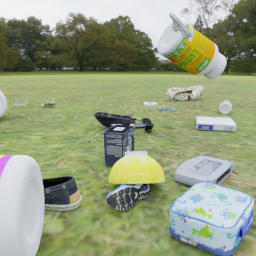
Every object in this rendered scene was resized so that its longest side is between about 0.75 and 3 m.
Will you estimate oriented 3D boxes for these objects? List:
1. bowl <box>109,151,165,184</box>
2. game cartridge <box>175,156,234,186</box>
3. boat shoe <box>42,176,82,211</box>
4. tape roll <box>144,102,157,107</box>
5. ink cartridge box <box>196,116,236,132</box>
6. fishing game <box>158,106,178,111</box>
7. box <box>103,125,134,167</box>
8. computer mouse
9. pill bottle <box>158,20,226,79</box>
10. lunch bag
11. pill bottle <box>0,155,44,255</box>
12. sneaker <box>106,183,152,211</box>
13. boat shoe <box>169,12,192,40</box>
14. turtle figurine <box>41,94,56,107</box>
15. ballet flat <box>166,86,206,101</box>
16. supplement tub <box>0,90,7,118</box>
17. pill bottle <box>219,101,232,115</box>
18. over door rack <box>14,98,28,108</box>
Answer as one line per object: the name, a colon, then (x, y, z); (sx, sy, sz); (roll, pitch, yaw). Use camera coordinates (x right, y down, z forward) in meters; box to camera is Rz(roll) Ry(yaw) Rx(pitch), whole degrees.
bowl: (0.176, 0.786, 5.638); (1.137, 0.612, 1.137); (0, -8, 0)
game cartridge: (1.701, 0.980, 6.340); (0.960, 0.299, 1.442); (5, 14, 38)
boat shoe: (-1.787, 1.115, 5.108); (1.889, 0.588, 0.705); (0, 16, 7)
tape roll: (1.274, -1.365, 16.153); (0.773, 0.141, 0.773); (1, 14, 0)
ink cartridge box: (3.399, -0.173, 10.959); (1.390, 0.307, 1.416); (3, 12, 11)
fishing game: (2.006, -1.057, 14.822); (0.892, 0.194, 1.246); (-1, 13, -17)
box: (-0.217, 0.440, 7.200); (0.557, 0.883, 0.898); (5, 14, 18)
computer mouse: (-0.153, -0.121, 10.446); (2.271, 0.523, 1.595); (7, 13, -9)
pill bottle: (2.620, -2.995, 11.163); (2.639, 1.466, 1.466); (24, 3, -26)
lunch bag: (1.307, 1.334, 4.285); (1.046, 0.537, 1.301); (8, 16, 36)
pill bottle: (-2.549, 1.081, 3.497); (2.713, 1.414, 1.414); (-2, 14, -4)
sneaker: (-0.028, 1.216, 5.217); (0.495, 0.436, 1.110); (-2, 3, 39)
boat shoe: (1.313, -2.675, 7.468); (0.359, 0.841, 0.311); (-39, 23, 27)
turtle figurine: (-4.409, -1.502, 15.496); (0.822, 0.847, 0.610); (-18, 39, 23)
ballet flat: (3.832, -2.135, 18.149); (2.780, 1.051, 0.888); (-7, 45, -10)
supplement tub: (-6.245, -1.163, 12.435); (1.502, 1.502, 2.076); (-7, 16, -26)
pill bottle: (4.827, -1.029, 13.857); (0.585, 0.585, 1.042); (5, 14, 20)
over door rack: (-5.990, -1.357, 15.692); (0.612, 0.276, 0.828); (-2, 35, -7)
